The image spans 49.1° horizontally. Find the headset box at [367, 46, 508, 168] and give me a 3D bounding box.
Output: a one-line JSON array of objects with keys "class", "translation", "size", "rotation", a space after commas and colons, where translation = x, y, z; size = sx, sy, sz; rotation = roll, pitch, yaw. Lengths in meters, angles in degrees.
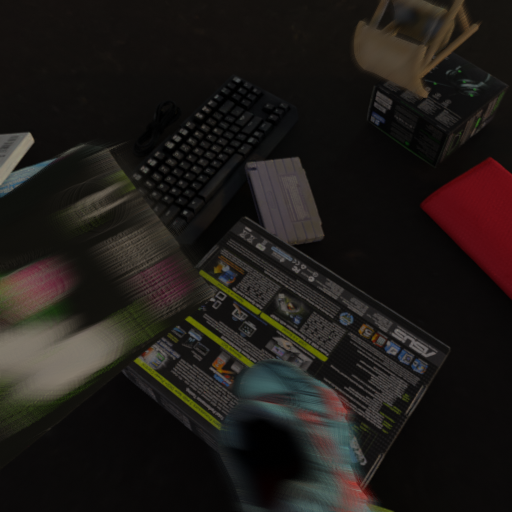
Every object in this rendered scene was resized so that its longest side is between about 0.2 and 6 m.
[{"class": "headset box", "translation": [3.080, -2.623, 9.506], "size": [1.772, 0.822, 1.543], "rotation": [-39, 66, -21]}]

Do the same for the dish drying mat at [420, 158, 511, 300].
[{"class": "dish drying mat", "translation": [4.269, 0.281, 8.062], "size": [1.549, 0.367, 4.033], "rotation": [-30, 64, -16]}]

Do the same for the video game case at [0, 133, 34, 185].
[{"class": "video game case", "translation": [-4.814, -1.344, 8.635], "size": [2.285, 0.206, 1.636], "rotation": [-1, 42, 10]}]

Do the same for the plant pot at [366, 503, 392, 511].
[{"class": "plant pot", "translation": [1.513, 3.287, 5.840], "size": [1.369, 1.280, 1.280], "rotation": [29, 63, 27]}]

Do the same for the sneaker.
[{"class": "sneaker", "translation": [0.239, 1.495, 4.747], "size": [1.009, 1.216, 2.545], "rotation": [-32, 24, 3]}]

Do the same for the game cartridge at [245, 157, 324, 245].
[{"class": "game cartridge", "translation": [0.432, -0.831, 8.623], "size": [0.927, 0.275, 1.431], "rotation": [-7, 68, -20]}]

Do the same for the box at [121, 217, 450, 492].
[{"class": "box", "translation": [0.312, 1.353, 7.184], "size": [3.348, 0.741, 2.682], "rotation": [33, 65, 18]}]

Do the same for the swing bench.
[{"class": "swing bench", "translation": [2.146, -3.083, 7.827], "size": [1.240, 0.804, 1.233], "rotation": [-52, 51, 5]}]

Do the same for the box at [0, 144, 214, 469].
[{"class": "box", "translation": [-1.683, 0.279, 4.195], "size": [2.099, 1.305, 1.559], "rotation": [-38, 25, -11]}]

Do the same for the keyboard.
[{"class": "keyboard", "translation": [-1.001, -1.802, 9.073], "size": [2.130, 0.455, 3.547], "rotation": [27, 57, 15]}]

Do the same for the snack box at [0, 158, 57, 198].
[{"class": "snack box", "translation": [-3.921, -0.126, 8.126], "size": [3.419, 0.634, 1.986], "rotation": [-22, 62, -12]}]
